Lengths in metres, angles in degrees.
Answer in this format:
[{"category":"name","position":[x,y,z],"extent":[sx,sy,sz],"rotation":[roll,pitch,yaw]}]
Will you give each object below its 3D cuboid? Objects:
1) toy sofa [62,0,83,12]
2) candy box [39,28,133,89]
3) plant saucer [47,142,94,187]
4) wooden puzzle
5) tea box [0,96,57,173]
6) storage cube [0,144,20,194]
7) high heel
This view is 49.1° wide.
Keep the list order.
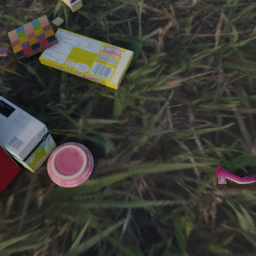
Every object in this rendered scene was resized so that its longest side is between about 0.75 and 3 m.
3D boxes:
[{"category":"toy sofa","position":[-1.934,-4.234,8.945],"extent":[0.419,0.494,1.012],"rotation":[-41,71,-16]},{"category":"candy box","position":[-1.183,-2.020,8.037],"extent":[2.413,0.319,1.233],"rotation":[20,65,9]},{"category":"plant saucer","position":[-1.405,0.851,6.778],"extent":[1.128,0.286,1.128],"rotation":[0,65,1]},{"category":"wooden puzzle","position":[-2.817,-2.646,8.229],"extent":[2.123,0.149,1.259],"rotation":[-27,59,-3]},{"category":"tea box","position":[-2.544,0.189,6.506],"extent":[1.328,1.307,0.887],"rotation":[31,69,13]},{"category":"storage cube","position":[-4.081,0.816,5.550],"extent":[2.292,2.681,2.410],"rotation":[30,63,13]},{"category":"high heel","position":[2.574,1.104,6.660],"extent":[0.897,0.302,0.430],"rotation":[-3,76,13]}]
